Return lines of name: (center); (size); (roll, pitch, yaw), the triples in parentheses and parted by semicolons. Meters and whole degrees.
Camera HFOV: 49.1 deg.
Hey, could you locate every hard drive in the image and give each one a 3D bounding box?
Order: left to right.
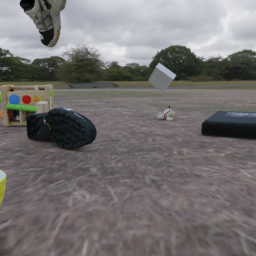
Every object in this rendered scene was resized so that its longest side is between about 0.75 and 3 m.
hard drive: (3.549, -0.150, 8.761); (1.949, 0.459, 2.793); (5, 11, 25)

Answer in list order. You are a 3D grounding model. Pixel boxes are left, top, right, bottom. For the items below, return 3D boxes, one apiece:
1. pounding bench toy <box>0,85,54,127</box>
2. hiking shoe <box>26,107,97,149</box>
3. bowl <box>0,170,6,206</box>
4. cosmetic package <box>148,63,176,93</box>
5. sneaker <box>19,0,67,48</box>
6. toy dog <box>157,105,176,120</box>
pounding bench toy: (-3.550, -0.769, 9.636); (1.752, 1.395, 2.246); (-2, 10, -10)
hiking shoe: (-1.541, -0.101, 7.046); (2.556, 0.951, 1.108); (9, 14, 43)
bowl: (-1.718, 0.812, 2.405); (1.280, 0.689, 1.280); (-2, 5, 0)
cosmetic package: (1.439, -2.134, 12.031); (0.893, 0.306, 1.184); (35, -25, 1)
sneaker: (-2.006, -2.716, 6.462); (0.936, 0.807, 2.134); (-4, -23, -22)
toy dog: (1.567, -0.651, 11.503); (0.721, 0.526, 1.093); (2, 10, 14)
